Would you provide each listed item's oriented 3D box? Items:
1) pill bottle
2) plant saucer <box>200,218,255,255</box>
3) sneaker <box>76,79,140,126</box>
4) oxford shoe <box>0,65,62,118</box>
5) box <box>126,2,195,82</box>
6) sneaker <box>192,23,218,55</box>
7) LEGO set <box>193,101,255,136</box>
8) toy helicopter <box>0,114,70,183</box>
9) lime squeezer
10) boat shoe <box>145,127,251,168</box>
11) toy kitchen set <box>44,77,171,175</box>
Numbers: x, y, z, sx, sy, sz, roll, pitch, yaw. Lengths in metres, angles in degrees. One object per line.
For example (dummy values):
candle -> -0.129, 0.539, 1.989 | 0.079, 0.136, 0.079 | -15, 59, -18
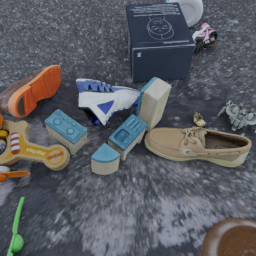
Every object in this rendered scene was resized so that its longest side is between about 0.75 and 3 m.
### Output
pill bottle -> 2.433, -5.852, 12.529 | 1.540, 1.540, 2.779 | 2, 52, 2
plant saucer -> 2.752, 3.030, 6.333 | 2.138, 0.391, 2.138 | 0, 51, 1
sneaker -> -0.621, -0.660, 8.523 | 2.247, 1.298, 0.908 | 7, 2, -35
oxford shoe -> -3.172, -1.400, 9.178 | 1.044, 1.021, 2.865 | 12, 35, 16
box -> 1.063, -3.267, 10.509 | 2.119, 1.528, 2.854 | -4, 51, -3
sneaker -> 3.033, -3.478, 11.195 | 0.857, 0.798, 1.986 | 32, 63, 13
LEGO set -> 3.239, -0.323, 8.778 | 2.292, 0.650, 1.489 | -17, 54, -13
toy helicopter -> -2.997, 0.713, 7.643 | 2.892, 1.141, 1.913 | 10, 65, 14
lime squeezer -> -2.368, 2.760, 6.489 | 0.919, 0.491, 2.602 | -29, 57, -21
boat shoe -> 1.951, 0.354, 8.056 | 2.927, 0.944, 1.043 | 7, 52, 6
toy kitchen set -> -0.573, -0.446, 8.050 | 2.265, 1.666, 2.828 | 34, 59, 15
